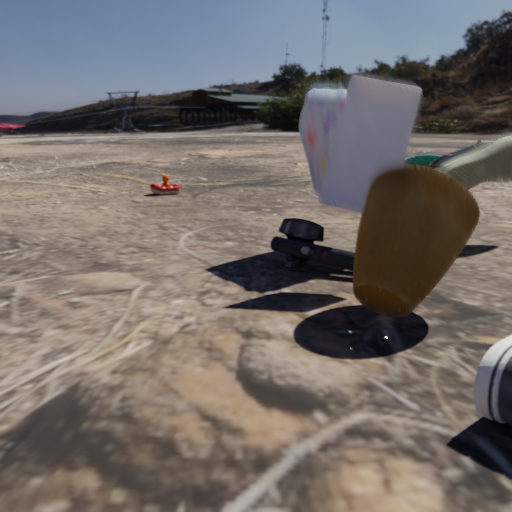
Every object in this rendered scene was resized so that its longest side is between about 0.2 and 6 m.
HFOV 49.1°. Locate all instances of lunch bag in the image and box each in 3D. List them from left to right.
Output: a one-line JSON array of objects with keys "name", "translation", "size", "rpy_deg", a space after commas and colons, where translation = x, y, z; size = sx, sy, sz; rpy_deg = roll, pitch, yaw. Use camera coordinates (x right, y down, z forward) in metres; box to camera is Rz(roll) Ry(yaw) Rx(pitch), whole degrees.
[{"name": "lunch bag", "translation": [1.681, -2.013, 9.800], "size": [1.194, 1.878, 1.592], "rpy_deg": [-35, 31, -23]}]

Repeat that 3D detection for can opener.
[{"name": "can opener", "translation": [1.134, -0.036, 8.881], "size": [1.995, 0.784, 0.632], "rpy_deg": [20, 15, 29]}]

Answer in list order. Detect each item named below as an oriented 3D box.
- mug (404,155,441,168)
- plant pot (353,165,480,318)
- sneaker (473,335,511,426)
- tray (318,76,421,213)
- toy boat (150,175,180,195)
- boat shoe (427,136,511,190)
[{"name": "mug", "translation": [3.456, -1.137, 11.610], "size": [1.501, 1.130, 1.827], "rpy_deg": [17, 49, 29]}, {"name": "plant pot", "translation": [1.766, -0.075, 6.802], "size": [1.411, 1.411, 1.514], "rpy_deg": [11, 59, 36]}, {"name": "sneaker", "translation": [2.959, 0.872, 4.977], "size": [2.392, 0.938, 0.950], "rpy_deg": [-26, 23, -36]}, {"name": "tray", "translation": [1.665, -1.596, 8.228], "size": [1.066, 1.986, 0.220], "rpy_deg": [15, -3, 13]}, {"name": "toy boat", "translation": [-2.645, -2.078, 16.273], "size": [0.872, 0.570, 0.569], "rpy_deg": [-8, 17, -25]}, {"name": "boat shoe", "translation": [4.289, -1.766, 10.660], "size": [2.421, 0.903, 0.754], "rpy_deg": [-19, 27, -13]}]
